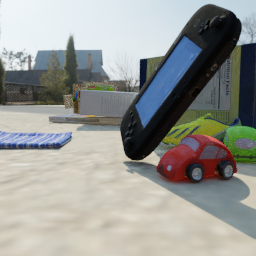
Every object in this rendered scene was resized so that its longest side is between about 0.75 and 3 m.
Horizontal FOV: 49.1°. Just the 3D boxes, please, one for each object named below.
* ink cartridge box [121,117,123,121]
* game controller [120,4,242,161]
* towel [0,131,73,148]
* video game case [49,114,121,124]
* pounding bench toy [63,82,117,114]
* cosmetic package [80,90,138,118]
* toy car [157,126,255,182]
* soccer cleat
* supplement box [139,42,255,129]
[{"bbox_3d":[0.210,-0.184,9.125,0.769,0.320,0.558,-2,6,-17],"label":"ink cartridge box"},{"bbox_3d":[0.579,-0.614,3.913,0.483,2.293,1.196,22,25,-30],"label":"game controller"},{"bbox_3d":[-2.177,0.208,5.772,1.878,0.224,1.360,0,7,-1],"label":"towel"},{"bbox_3d":[-1.443,-0.403,11.600,2.931,0.256,2.095,2,6,17],"label":"video game case"},{"bbox_3d":[-2.337,-1.509,15.036,2.860,1.777,2.231,-3,7,-29],"label":"pounding bench toy"},{"bbox_3d":[-0.353,-0.868,10.344,2.627,0.973,1.336,3,6,5],"label":"cosmetic package"},{"bbox_3d":[1.592,0.264,3.771,2.234,0.498,2.102,2,6,13],"label":"toy car"},{"bbox_3d":[1.300,0.048,5.169,1.556,0.651,0.503,1,6,9],"label":"soccer cleat"},{"bbox_3d":[2.231,-0.769,6.926,2.836,1.905,2.838,6,8,44],"label":"supplement box"}]
